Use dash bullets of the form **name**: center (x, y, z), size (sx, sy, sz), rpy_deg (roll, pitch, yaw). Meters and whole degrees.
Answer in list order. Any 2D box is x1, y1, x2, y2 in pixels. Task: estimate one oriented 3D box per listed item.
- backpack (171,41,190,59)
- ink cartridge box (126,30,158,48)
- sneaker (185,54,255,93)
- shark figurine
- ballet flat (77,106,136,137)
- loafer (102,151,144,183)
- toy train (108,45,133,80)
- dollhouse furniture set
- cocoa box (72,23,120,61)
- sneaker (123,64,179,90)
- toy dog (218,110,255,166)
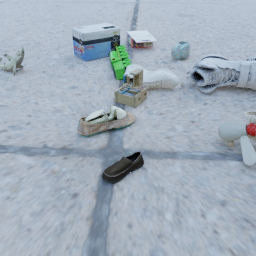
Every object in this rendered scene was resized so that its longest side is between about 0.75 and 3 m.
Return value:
- **backpack**: center (2.264, -3.301, 12.026), size (0.801, 0.704, 0.614), rpy_deg (-22, 35, -24)
- **ink cartridge box**: center (0.655, -4.309, 13.802), size (1.092, 0.505, 2.004), rpy_deg (-7, 34, -11)
- **sneaker**: center (3.349, -1.680, 9.177), size (2.888, 1.085, 1.660), rpy_deg (21, 38, 38)
- **shark figurine**: center (-4.557, -2.499, 11.030), size (1.800, 1.075, 0.751), rpy_deg (-1, 2, 31)
- **ballet flat**: center (-0.506, -0.248, 7.339), size (1.713, 0.576, 0.583), rpy_deg (-19, 37, -28)
- **loafer**: center (-0.111, 0.772, 5.914), size (1.071, 0.382, 0.391), rpy_deg (-26, 41, -35)
- **toy train**: center (-0.319, -2.666, 11.195), size (0.794, 0.588, 2.816), rpy_deg (-13, 33, -1)
- **dollhouse furniture set**: center (0.104, -1.327, 8.555), size (0.766, 1.087, 0.762), rpy_deg (18, 37, 26)
- **cocoa box**: center (-1.386, -3.828, 12.382), size (1.822, 1.195, 1.215), rpy_deg (-20, 37, -28)
- **sneaker**: center (0.744, -1.544, 9.471), size (1.922, 0.720, 0.958), rpy_deg (12, 54, 17)
- **toy dog**: center (3.201, 0.395, 6.173), size (1.456, 1.063, 2.208), rpy_deg (-19, 20, -25)
